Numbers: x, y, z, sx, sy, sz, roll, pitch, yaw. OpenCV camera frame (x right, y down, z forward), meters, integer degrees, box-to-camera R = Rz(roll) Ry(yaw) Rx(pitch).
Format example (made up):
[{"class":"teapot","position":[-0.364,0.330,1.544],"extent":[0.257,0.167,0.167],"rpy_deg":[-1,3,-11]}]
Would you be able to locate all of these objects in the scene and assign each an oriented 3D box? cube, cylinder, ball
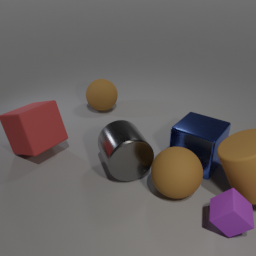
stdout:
[{"class":"cube","position":[2.242,0.507,8.883],"extent":[1.400,1.400,1.400],"rpy_deg":[19,35,31]},{"class":"cylinder","position":[3.176,0.952,7.116],"extent":[1.400,1.400,1.400],"rpy_deg":[-25,18,9]},{"class":"cylinder","position":[-0.102,0.660,8.551],"extent":[1.400,1.400,1.400],"rpy_deg":[-9,29,-16]},{"class":"cube","position":[-3.126,-0.019,9.345],"extent":[1.400,1.400,1.400],"rpy_deg":[0,23,41]},{"class":"ball","position":[-1.155,-1.462,12.374],"extent":[1.400,1.400,1.400],"rpy_deg":[0,29,0]},{"class":"ball","position":[1.324,1.210,7.650],"extent":[1.400,1.400,1.400],"rpy_deg":[0,29,0]},{"class":"cube","position":[2.414,1.982,6.556],"extent":[0.700,0.700,0.700],"rpy_deg":[41,36,-11]}]
